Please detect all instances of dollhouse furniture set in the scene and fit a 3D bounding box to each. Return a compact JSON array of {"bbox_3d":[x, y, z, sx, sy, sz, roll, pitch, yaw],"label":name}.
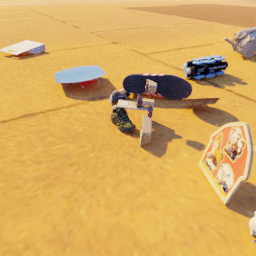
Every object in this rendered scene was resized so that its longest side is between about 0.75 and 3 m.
[{"bbox_3d":[0.117,-0.418,7.293,1.098,1.225,1.546,8,38,0],"label":"dollhouse furniture set"}]

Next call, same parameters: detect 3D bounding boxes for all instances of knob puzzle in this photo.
[{"bbox_3d":[1.887,0.509,5.456,0.221,1.594,1.594,13,26,-17],"label":"knob puzzle"}]

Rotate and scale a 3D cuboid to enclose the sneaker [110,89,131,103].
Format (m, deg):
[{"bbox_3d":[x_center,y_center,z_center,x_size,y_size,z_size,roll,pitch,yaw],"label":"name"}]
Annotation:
[{"bbox_3d":[-0.234,-1.050,9.313,0.391,0.367,0.954,23,37,24],"label":"sneaker"}]

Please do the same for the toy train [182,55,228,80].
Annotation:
[{"bbox_3d":[3.107,-2.489,11.419,1.915,0.830,1.094,-13,23,-18],"label":"toy train"}]

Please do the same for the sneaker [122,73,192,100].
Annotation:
[{"bbox_3d":[1.017,-1.521,9.705,2.355,0.826,0.966,9,15,2],"label":"sneaker"}]

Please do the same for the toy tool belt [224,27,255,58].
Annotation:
[{"bbox_3d":[6.046,-4.492,14.208,2.416,1.509,1.485,-25,46,-37],"label":"toy tool belt"}]

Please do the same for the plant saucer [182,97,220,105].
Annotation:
[{"bbox_3d":[2.241,-0.819,8.593,1.131,0.200,1.131,-2,5,0],"label":"plant saucer"}]

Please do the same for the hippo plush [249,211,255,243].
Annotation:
[{"bbox_3d":[2.184,1.717,4.409,0.815,0.649,0.655,12,-1,-6],"label":"hippo plush"}]

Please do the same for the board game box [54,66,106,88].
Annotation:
[{"bbox_3d":[-1.837,-1.872,10.698,1.807,0.445,2.287,-13,26,-12],"label":"board game box"}]

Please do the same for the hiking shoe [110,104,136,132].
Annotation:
[{"bbox_3d":[-0.163,-0.267,7.738,0.405,0.539,1.070,-20,35,-31],"label":"hiking shoe"}]

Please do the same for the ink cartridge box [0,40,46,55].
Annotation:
[{"bbox_3d":[-5.447,-4.041,14.574,1.450,0.448,1.787,19,43,29],"label":"ink cartridge box"}]
